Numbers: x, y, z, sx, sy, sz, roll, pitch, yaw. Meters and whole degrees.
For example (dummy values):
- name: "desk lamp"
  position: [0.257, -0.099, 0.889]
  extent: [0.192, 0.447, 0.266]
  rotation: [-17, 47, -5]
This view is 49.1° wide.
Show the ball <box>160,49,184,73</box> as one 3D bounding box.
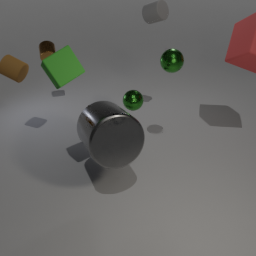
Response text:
- name: "ball"
  position: [1.300, -1.982, 8.267]
  extent: [0.700, 0.700, 0.700]
  rotation: [0, 30, 0]

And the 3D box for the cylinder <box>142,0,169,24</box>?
- name: "cylinder"
  position: [0.982, -4.142, 9.994]
  extent: [0.700, 0.700, 0.700]
  rotation: [4, 25, 44]

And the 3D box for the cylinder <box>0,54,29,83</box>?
- name: "cylinder"
  position: [-3.775, -1.959, 9.259]
  extent: [0.700, 0.700, 0.700]
  rotation: [27, 33, -2]

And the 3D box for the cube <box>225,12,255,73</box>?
- name: "cube"
  position: [4.288, -2.734, 9.129]
  extent: [1.400, 1.400, 1.400]
  rotation: [16, -2, -13]

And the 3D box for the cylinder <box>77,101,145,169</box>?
- name: "cylinder"
  position: [-0.481, 0.129, 7.157]
  extent: [1.400, 1.400, 1.400]
  rotation: [-12, 22, -19]

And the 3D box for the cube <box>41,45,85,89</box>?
- name: "cube"
  position: [-1.534, -1.401, 6.556]
  extent: [0.700, 0.700, 0.700]
  rotation: [-36, 15, -14]

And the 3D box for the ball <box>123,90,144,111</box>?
- name: "ball"
  position: [0.171, -0.926, 9.369]
  extent: [0.700, 0.700, 0.700]
  rotation: [0, 30, 0]

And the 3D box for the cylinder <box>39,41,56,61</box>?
- name: "cylinder"
  position: [-3.515, -3.324, 12.258]
  extent: [0.700, 0.700, 0.700]
  rotation: [-9, 61, -14]
